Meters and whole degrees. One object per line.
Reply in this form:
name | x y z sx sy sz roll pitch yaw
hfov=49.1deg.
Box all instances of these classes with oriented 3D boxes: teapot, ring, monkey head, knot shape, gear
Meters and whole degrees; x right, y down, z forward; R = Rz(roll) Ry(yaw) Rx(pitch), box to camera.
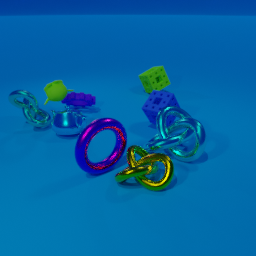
teapot | -1.786 -0.258 8.251 1.653 0.810 1.028 7 15 41
ring | -0.573 0.410 6.235 1.351 1.351 0.270 -18 32 -35
monkey head | -2.248 -1.119 8.676 1.040 0.627 0.748 -32 16 -23
knot shape | -3.084 -0.614 8.821 0.655 1.418 1.327 -42 18 -13
knot shape | 1.079 0.214 7.136 1.550 0.765 1.656 -27 44 4
knot shape | 0.417 0.879 6.071 1.195 0.590 1.277 13 32 26
gear | -1.753 -0.994 9.917 1.210 0.224 1.210 1 -9 0

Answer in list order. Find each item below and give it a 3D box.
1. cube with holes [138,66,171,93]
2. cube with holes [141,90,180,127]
cube with holes | 1.103 -2.021 11.729 0.827 0.827 0.827 -33 20 -16
cube with holes | 1.010 -0.582 8.434 0.737 0.737 0.737 17 65 39
